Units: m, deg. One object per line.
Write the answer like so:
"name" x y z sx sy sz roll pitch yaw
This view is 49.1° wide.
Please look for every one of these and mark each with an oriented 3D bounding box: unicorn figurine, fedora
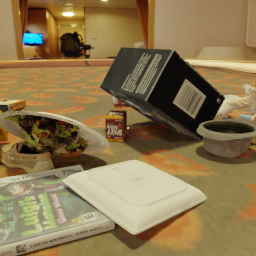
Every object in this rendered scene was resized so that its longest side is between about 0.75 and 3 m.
"unicorn figurine" 4.013 -1.017 11.567 2.898 1.070 1.990 -44 27 -6
"fedora" 2.971 0.323 8.250 1.885 0.851 1.667 -8 18 -16

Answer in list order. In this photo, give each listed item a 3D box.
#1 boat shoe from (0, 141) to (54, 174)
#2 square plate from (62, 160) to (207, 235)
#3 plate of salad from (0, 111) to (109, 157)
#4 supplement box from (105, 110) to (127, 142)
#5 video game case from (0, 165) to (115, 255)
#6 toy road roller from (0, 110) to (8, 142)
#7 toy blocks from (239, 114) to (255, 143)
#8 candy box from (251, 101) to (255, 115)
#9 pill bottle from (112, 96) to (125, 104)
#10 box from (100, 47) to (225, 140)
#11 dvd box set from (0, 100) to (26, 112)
"boat shoe" -2.720 0.671 7.411 2.135 0.689 0.761 12 21 33
"square plate" 0.154 1.201 5.877 2.240 0.319 2.219 -6 20 -44
"plate of salad" -1.882 0.303 7.065 2.809 0.675 2.809 9 -20 4
"supplement box" -0.388 -0.084 9.490 0.591 0.878 0.890 2 18 8
"video game case" -1.725 1.474 5.554 2.237 0.287 2.460 -8 19 -22
"toy road roller" -4.279 0.352 7.676 1.576 1.872 2.564 -5 -19 -16
"toy blocks" 4.435 -0.025 9.474 1.789 0.779 2.146 -10 20 -30
"candy box" 5.957 -1.061 12.492 0.770 0.917 0.328 -3 17 -10
"pill bottle" 0.652 -2.051 14.525 2.868 1.609 1.609 -1 18 -8
"box" 1.118 -1.230 9.653 2.923 1.745 2.972 30 -2 -35
"dvd box set" -5.957 -1.026 12.805 1.835 0.369 2.508 -1 10 -3
